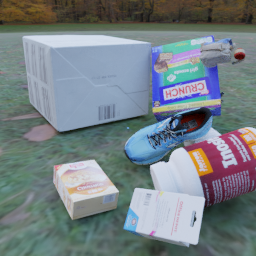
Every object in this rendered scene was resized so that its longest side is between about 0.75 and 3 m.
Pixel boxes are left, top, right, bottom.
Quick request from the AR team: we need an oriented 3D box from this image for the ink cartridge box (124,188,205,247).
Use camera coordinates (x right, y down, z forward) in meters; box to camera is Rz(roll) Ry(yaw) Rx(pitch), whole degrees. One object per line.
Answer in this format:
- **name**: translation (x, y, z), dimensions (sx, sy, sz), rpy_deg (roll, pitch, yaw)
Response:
- **ink cartridge box**: translation (0.493, 1.115, 3.502), dimensions (0.978, 0.332, 0.563), rpy_deg (-1, 59, 35)

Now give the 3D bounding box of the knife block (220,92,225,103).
- **knife block**: translation (1.906, -0.677, 7.592), dimensions (1.412, 1.239, 0.452), rpy_deg (-7, 17, -19)

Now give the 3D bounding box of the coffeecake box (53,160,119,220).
- **coffeecake box**: translation (-0.715, 0.961, 4.588), dimensions (0.751, 0.357, 0.978), rpy_deg (-6, 28, -30)

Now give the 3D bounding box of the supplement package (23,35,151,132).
- **supplement package**: translation (-1.324, -1.578, 8.471), dimensions (2.844, 2.187, 2.974), rpy_deg (-11, 25, -29)

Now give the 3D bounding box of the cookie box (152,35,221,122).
- **cookie box**: translation (1.483, -1.241, 7.259), dimensions (1.670, 1.952, 0.734), rpy_deg (-6, -21, 18)

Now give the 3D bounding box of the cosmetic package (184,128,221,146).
- **cosmetic package**: translation (1.803, 0.484, 5.883), dimensions (0.674, 0.414, 1.634), rpy_deg (-13, 24, -8)

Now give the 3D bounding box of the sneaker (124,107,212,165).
- **sneaker**: translation (0.805, 0.050, 5.605), dimensions (1.967, 0.885, 0.771), rpy_deg (-26, 71, -7)

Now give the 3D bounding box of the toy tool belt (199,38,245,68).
- **toy tool belt**: translation (2.138, -1.803, 6.385), dimensions (0.992, 0.610, 0.620), rpy_deg (-3, -26, 27)

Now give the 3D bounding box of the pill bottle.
- **pill bottle**: translation (1.278, 0.677, 4.365), dimensions (1.727, 0.976, 0.976), rpy_deg (-18, 25, -5)
